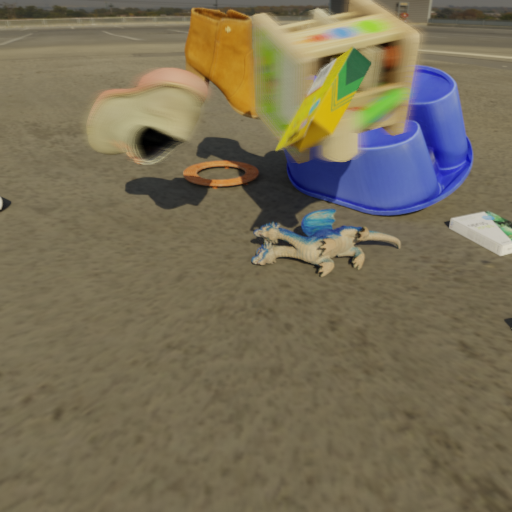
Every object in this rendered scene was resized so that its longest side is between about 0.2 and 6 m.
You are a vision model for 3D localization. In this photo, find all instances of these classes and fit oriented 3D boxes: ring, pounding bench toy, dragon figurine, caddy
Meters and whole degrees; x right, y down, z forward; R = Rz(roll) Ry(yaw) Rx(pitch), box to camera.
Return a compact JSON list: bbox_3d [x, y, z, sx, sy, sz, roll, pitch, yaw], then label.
[{"bbox_3d":[-0.926,-2.149,14.848,2.005,0.192,2.005,0,26,0],"label":"ring"},{"bbox_3d":[1.341,-2.303,7.776,1.948,1.551,2.497,-17,47,-15],"label":"pounding bench toy"},{"bbox_3d":[1.320,-0.337,10.473,2.878,0.847,1.431,-16,31,-27],"label":"dragon figurine"},{"bbox_3d":[2.711,-2.694,13.318,4.690,2.462,3.315,24,61,39],"label":"caddy"}]

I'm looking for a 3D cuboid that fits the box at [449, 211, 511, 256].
[{"bbox_3d":[4.854,-0.485,11.419,1.064,0.268,1.474,-12,30,-21],"label":"box"}]

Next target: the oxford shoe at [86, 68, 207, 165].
[{"bbox_3d":[-2.056,-2.073,9.274,1.105,1.152,3.122,22,-19,-35],"label":"oxford shoe"}]

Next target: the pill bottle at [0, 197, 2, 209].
[{"bbox_3d":[-6.259,-1.289,12.692,1.013,0.569,0.569,20,33,35],"label":"pill bottle"}]

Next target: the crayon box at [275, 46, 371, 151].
[{"bbox_3d":[0.704,-1.588,6.004,0.293,1.155,0.733,34,-14,-17],"label":"crayon box"}]

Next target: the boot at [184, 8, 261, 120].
[{"bbox_3d":[-0.231,-3.851,11.252,2.523,1.806,0.888,17,46,-1],"label":"boot"}]
